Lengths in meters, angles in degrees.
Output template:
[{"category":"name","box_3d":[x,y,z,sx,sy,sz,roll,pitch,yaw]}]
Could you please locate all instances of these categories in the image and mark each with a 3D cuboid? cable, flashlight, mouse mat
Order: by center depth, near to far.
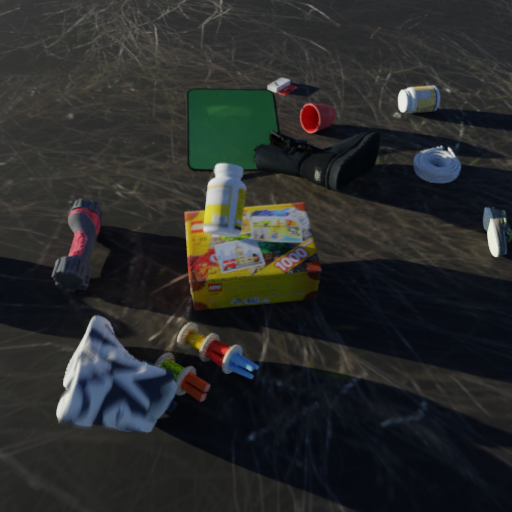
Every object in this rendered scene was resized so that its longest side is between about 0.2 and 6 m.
[{"category":"flashlight","box_3d":[-3.714,-0.266,11.621,0.749,0.751,2.211,-12,41,10]},{"category":"cable","box_3d":[4.547,-2.275,14.134,1.159,0.401,1.158,-8,44,-8]},{"category":"mouse mat","box_3d":[-0.610,-3.427,15.016,2.513,0.118,3.123,-1,58,-6]}]

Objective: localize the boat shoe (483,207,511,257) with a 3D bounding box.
[{"category":"boat shoe","box_3d":[5.239,-0.534,12.055,0.465,0.557,1.557,3,38,11]}]

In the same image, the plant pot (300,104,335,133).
[{"category":"plant pot","box_3d":[1.774,-3.889,15.721,0.728,0.823,0.823,-16,43,-33]}]

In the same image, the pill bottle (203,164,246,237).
[{"category":"pill bottle","box_3d":[-0.565,-1.025,10.391,0.709,0.709,1.266,6,85,7]}]

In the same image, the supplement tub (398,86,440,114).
[{"category":"supplement tub","box_3d":[4.784,-4.586,16.468,1.019,0.741,0.741,-7,42,-7]}]

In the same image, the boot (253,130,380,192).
[{"category":"boot","box_3d":[1.537,-2.609,13.891,2.372,1.078,2.823,22,38,26]}]

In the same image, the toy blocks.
[{"category":"toy blocks","box_3d":[-0.809,1.863,9.218,1.442,0.524,1.202,22,60,28]}]

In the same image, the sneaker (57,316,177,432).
[{"category":"sneaker","box_3d":[-2.104,1.969,9.012,1.701,1.043,2.613,27,4,-17]}]

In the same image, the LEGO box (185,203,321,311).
[{"category":"LEGO box","box_3d":[-0.108,-0.020,10.994,2.432,0.939,1.811,-5,51,-5]}]

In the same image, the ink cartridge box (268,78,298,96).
[{"category":"ink cartridge box","box_3d":[0.855,-5.388,17.803,0.668,0.169,0.758,26,48,28]}]
